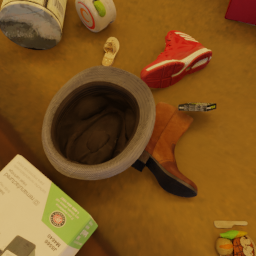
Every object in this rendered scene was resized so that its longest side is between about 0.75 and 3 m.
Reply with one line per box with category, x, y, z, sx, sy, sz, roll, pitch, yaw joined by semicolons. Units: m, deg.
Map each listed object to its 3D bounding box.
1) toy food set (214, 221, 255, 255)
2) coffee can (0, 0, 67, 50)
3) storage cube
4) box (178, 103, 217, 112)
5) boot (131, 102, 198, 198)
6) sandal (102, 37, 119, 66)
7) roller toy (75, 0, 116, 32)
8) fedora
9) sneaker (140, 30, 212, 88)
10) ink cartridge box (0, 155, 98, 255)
toy food set;2.405;2.696;6.170;0.899;0.261;1.302;-1;64;-1
coffee can;-2.797;-3.942;8.606;1.795;1.795;2.452;1;64;0
storage cube;4.574;-4.735;8.788;2.099;2.208;2.456;18;64;9
box;1.839;-0.561;7.411;0.786;0.759;0.187;6;100;36
boot;1.188;0.504;7.183;1.983;0.721;2.106;29;54;10
sandal;-0.543;-2.464;8.653;0.464;0.416;1.265;9;64;4
roller toy;-0.997;-3.772;8.869;0.912;1.191;1.305;-39;70;-18
fedora;-0.687;0.024;6.918;2.552;1.303;2.886;18;65;9
sneaker;1.170;-2.080;8.327;2.394;0.938;1.383;-20;56;-23
ink cartridge box;-2.438;2.442;5.730;2.182;1.260;2.999;35;69;16
